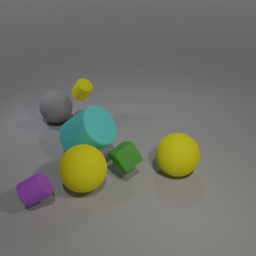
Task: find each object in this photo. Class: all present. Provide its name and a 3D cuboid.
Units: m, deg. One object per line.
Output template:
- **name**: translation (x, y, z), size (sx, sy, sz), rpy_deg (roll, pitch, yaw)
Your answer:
- **ball**: translation (-3.130, -0.916, 12.197), size (1.400, 1.400, 1.400), rpy_deg (0, 29, 0)
- **ball**: translation (-1.324, 1.186, 8.244), size (1.400, 1.400, 1.400), rpy_deg (0, 29, 0)
- **ball**: translation (1.603, 0.860, 9.047), size (1.400, 1.400, 1.400), rpy_deg (0, 29, 0)
- **cylinder**: translation (-1.956, -1.631, 11.938), size (0.700, 0.700, 0.700), rpy_deg (19, 48, -23)
- **cylinder**: translation (-1.336, 0.146, 9.383), size (1.400, 1.400, 1.400), rpy_deg (-29, 10, 37)
- **cylinder**: translation (-2.546, 1.665, 7.654), size (0.700, 0.700, 0.700), rpy_deg (-29, 32, 1)
- **cube**: translation (-0.091, 0.895, 8.782), size (0.700, 0.700, 0.700), rpy_deg (-37, 13, -20)
